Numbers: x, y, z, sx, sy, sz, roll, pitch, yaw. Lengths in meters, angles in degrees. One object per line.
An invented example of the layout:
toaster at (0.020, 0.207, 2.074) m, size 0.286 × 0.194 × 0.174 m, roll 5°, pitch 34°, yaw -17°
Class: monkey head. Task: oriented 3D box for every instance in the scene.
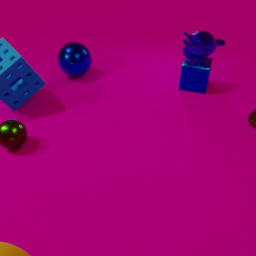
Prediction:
monkey head at (2.421, -2.949, 9.677) m, size 1.738 × 1.048 × 1.251 m, roll 4°, pitch 50°, yaw -24°

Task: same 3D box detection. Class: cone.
cone at (-2.106, 2.561, 4.155) m, size 1.166 × 1.166 × 1.170 m, roll 3°, pitch 29°, yaw 4°

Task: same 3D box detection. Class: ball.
ball at (-2.085, -2.683, 10.980) m, size 1.338 × 1.338 × 1.338 m, roll 0°, pitch 38°, yaw 0°
ball at (-3.178, 0.175, 7.662) m, size 0.817 × 0.817 × 0.817 m, roll 0°, pitch 38°, yaw 0°

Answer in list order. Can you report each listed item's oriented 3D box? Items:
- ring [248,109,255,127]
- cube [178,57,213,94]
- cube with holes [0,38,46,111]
ring at (4.279, -0.361, 8.518) m, size 1.177 × 0.235 × 1.177 m, roll -20°, pitch 26°, yaw 10°
cube at (2.494, -1.999, 10.334) m, size 1.003 × 1.003 × 1.003 m, roll 12°, pitch 39°, yaw 15°
cube with holes at (-3.796, -1.684, 8.918) m, size 1.361 × 1.361 × 1.361 m, roll -44°, pitch 59°, yaw -7°
